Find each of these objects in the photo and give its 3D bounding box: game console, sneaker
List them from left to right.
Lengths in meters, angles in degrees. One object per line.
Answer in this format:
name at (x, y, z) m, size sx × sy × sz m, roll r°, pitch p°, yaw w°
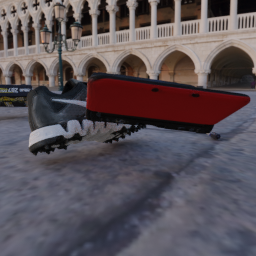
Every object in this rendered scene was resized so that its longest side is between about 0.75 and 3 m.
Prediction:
sneaker at (-0.644, -0.340, 5.209) m, size 0.924 × 1.258 × 2.780 m, roll -27°, pitch -13°, yaw 40°
game console at (0.379, -0.560, 3.726) m, size 1.786 × 1.060 × 1.539 m, roll 7°, pitch 42°, yaw -8°

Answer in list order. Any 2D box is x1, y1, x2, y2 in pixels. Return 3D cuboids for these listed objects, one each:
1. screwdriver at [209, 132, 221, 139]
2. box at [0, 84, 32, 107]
screwdriver at (1.903, 0.163, 6.589) m, size 0.150 × 0.157 × 1.078 m, roll 19°, pitch -2°, yaw -6°
box at (-4.136, -1.111, 9.883) m, size 1.511 × 0.460 × 1.875 m, roll 1°, pitch -7°, yaw -18°
